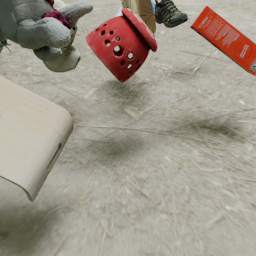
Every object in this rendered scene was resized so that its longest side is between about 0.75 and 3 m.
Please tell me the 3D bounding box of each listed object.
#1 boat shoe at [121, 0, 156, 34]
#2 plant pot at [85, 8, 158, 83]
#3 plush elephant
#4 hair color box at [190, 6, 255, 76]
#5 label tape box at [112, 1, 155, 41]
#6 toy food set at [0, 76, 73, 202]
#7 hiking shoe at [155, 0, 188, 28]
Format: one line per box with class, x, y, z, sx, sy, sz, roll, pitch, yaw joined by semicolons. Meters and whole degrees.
boat shoe;0.138;-3.736;7.819;0.956;2.683;0.866;6;-13;-44
plant pot;-0.106;-1.909;6.346;1.217;1.336;1.336;-41;39;9
plush elephant;-1.960;-2.730;7.114;2.888;2.379;2.236;-21;0;42
hair color box;2.608;-2.257;7.272;2.048;0.627;1.039;37;21;-2
label tape box;0.083;-3.590;9.122;1.429;0.659;1.994;-50;24;0
toy food set;-2.257;0.022;4.716;2.318;0.700;1.663;26;48;-6
hiking shoe;0.941;-2.728;6.562;0.448;0.595;1.182;-31;36;-14
